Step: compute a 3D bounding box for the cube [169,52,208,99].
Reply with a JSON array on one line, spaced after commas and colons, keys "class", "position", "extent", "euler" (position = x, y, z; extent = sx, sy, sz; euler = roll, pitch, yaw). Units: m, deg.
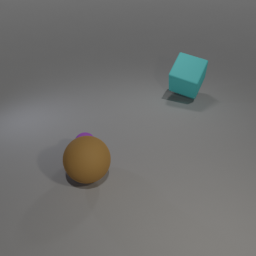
[{"class": "cube", "position": [2.857, -2.492, 13.422], "extent": [1.400, 1.400, 1.400], "euler": [22, 71, 17]}]

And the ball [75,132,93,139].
[{"class": "ball", "position": [-1.410, 0.493, 9.207], "extent": [0.700, 0.700, 0.700], "euler": [0, 29, 0]}]

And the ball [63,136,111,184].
[{"class": "ball", "position": [-1.209, 0.924, 8.257], "extent": [1.400, 1.400, 1.400], "euler": [0, 29, 0]}]
